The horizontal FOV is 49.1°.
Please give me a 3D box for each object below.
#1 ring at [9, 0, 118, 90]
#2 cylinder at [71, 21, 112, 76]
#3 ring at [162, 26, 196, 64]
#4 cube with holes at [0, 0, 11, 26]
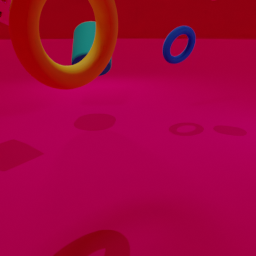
[{"bbox_3d":[-0.805,-1.387,3.924,0.346,1.728,1.728,24,30,38],"label":"ring"},{"bbox_3d":[-1.222,-2.678,9.615,1.337,1.337,1.337,-1,-24,0],"label":"cylinder"},{"bbox_3d":[1.637,-2.633,8.945,1.253,1.253,0.251,-12,43,-30],"label":"ring"},{"bbox_3d":[-3.151,-3.292,7.421,1.051,1.051,1.051,31,12,38],"label":"cube with holes"}]
